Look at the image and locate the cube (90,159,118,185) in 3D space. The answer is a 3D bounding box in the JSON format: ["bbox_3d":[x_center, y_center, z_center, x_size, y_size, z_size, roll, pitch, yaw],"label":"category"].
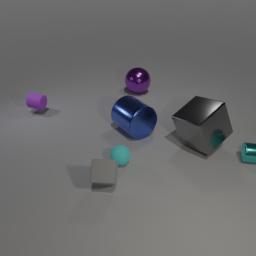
[{"bbox_3d":[-0.706,1.333,8.450,0.700,0.700,0.700,2,-15,6],"label":"cube"}]

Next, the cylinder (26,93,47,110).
[{"bbox_3d":[-4.232,-1.238,13.011,0.700,0.700,0.700,12,32,12],"label":"cylinder"}]

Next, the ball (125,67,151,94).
[{"bbox_3d":[0.525,-2.567,15.128,1.400,1.400,1.400,0,30,0],"label":"ball"}]

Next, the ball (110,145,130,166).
[{"bbox_3d":[-0.269,0.949,9.703,0.700,0.700,0.700,0,30,0],"label":"ball"}]

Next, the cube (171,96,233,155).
[{"bbox_3d":[2.716,-0.136,10.244,1.400,1.400,1.400,-39,33,-18],"label":"cube"}]

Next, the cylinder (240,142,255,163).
[{"bbox_3d":[4.417,0.880,9.888,0.700,0.700,0.700,5,31,7],"label":"cylinder"}]

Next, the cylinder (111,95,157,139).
[{"bbox_3d":[0.239,-0.453,11.472,1.400,1.400,1.400,-19,35,-29],"label":"cylinder"}]
